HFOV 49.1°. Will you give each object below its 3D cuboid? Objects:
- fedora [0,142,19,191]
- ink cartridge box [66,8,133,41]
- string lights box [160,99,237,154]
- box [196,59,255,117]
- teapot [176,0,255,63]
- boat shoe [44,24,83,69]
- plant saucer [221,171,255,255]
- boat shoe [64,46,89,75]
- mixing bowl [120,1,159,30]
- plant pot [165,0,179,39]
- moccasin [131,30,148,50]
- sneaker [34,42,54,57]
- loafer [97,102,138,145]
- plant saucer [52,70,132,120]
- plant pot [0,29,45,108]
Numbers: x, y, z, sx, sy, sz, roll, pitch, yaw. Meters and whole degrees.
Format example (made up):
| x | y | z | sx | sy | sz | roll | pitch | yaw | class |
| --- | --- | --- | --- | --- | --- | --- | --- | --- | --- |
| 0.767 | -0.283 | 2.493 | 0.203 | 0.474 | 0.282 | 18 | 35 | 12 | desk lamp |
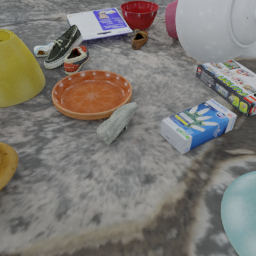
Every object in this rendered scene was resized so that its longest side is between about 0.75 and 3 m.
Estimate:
| x | y | z | sx | sy | sz | roll | pitch | yaw | class |
| --- | --- | --- | --- | --- | --- | --- | --- | --- | --- |
| -3.361 | 1.150 | 5.948 | 2.161 | 0.881 | 2.161 | 1 | 36 | -1 | fedora |
| -1.324 | -4.533 | 12.640 | 2.448 | 0.536 | 2.471 | -14 | 48 | -14 | ink cartridge box |
| 1.905 | -0.081 | 7.598 | 1.841 | 0.543 | 0.946 | -23 | 46 | -24 | string lights box |
| 3.598 | -1.458 | 9.241 | 1.443 | 0.455 | 2.621 | -16 | 44 | -18 | box |
| 2.505 | -2.779 | 6.885 | 2.485 | 2.453 | 1.815 | -11 | 19 | -32 | teapot |
| -2.567 | -3.166 | 10.774 | 0.770 | 0.693 | 2.177 | 14 | 57 | 26 | boat shoe |
| 3.356 | 1.770 | 5.503 | 2.887 | 0.556 | 2.887 | 0 | 40 | 0 | plant saucer |
| -1.942 | -2.721 | 10.594 | 0.676 | 0.594 | 1.898 | 6 | 40 | 10 | boat shoe |
| 0.529 | -5.236 | 13.184 | 1.776 | 0.962 | 1.776 | 1 | 42 | 0 | mixing bowl |
| 2.736 | -4.624 | 11.773 | 2.002 | 2.237 | 2.237 | 3 | 39 | 28 | plant pot |
| 0.504 | -3.859 | 11.927 | 0.511 | 0.540 | 1.398 | 20 | 45 | 21 | moccasin |
| -3.172 | -3.100 | 11.203 | 1.119 | 0.428 | 0.452 | -16 | 50 | -7 | sneaker |
| -0.227 | -0.157 | 7.720 | 0.549 | 0.548 | 1.571 | -1 | 36 | 49 | loafer |
| -1.110 | -1.050 | 8.835 | 2.490 | 0.402 | 2.490 | 0 | 40 | 0 | plant saucer |
| -4.069 | -2.084 | 8.973 | 2.480 | 1.761 | 2.480 | 0 | 41 | 0 | plant pot |
